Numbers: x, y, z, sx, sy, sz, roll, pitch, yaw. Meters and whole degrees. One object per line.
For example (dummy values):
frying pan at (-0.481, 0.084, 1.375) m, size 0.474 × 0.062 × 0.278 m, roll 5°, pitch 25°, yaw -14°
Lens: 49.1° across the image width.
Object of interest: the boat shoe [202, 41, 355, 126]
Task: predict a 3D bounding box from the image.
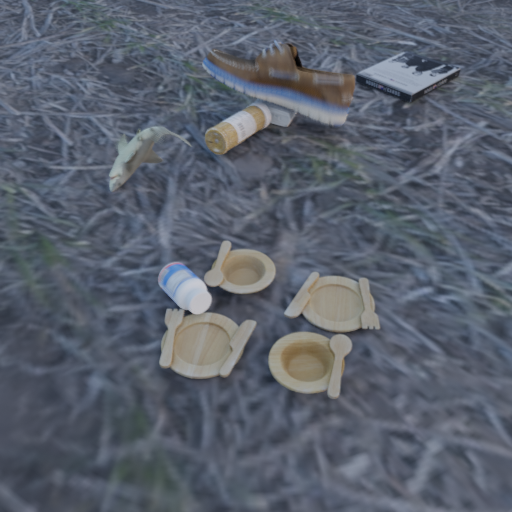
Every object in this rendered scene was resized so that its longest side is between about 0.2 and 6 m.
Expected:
boat shoe at (0.481, -3.595, 10.985) m, size 3.029 × 1.096 × 1.094 m, roll 19°, pitch 26°, yaw -2°

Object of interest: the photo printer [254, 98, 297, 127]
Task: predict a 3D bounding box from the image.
photo printer at (0.450, -3.155, 11.729) m, size 0.873 × 0.364 × 1.050 m, roll 18°, pitch 43°, yaw 9°

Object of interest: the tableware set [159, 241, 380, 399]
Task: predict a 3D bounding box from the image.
tableware set at (0.202, 0.796, 7.243) m, size 2.720 × 0.316 × 2.272 m, roll 11°, pitch 42°, yaw 13°

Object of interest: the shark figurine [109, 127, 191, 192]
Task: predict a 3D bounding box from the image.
shark figurine at (-1.803, -1.807, 9.569) m, size 1.723 × 0.719 × 1.029 m, roll -30°, pitch 47°, yaw 34°

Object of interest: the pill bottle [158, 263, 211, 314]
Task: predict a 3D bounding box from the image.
pill bottle at (-0.940, 0.446, 7.488) m, size 0.450 × 0.450 × 0.801 m, roll -25°, pitch 40°, yaw -26°

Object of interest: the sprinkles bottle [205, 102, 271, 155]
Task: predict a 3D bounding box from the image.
sprinkles bottle at (-0.327, -2.476, 10.786) m, size 0.534 × 0.534 × 1.566 m, roll 23°, pitch 42°, yaw 24°

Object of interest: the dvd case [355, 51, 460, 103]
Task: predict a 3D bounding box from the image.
dvd case at (3.557, -4.230, 13.098) m, size 2.053 × 0.254 × 1.543 m, roll -33°, pitch 51°, yaw -32°
